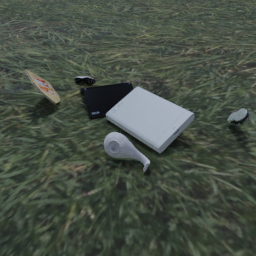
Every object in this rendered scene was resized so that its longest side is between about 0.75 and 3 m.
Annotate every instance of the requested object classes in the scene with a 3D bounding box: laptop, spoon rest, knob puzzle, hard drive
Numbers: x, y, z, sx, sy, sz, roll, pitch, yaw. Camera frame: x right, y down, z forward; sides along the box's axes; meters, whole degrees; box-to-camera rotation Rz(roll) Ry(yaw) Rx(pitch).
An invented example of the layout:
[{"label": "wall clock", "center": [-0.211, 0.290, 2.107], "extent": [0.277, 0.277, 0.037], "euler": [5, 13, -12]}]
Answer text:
[{"label": "laptop", "center": [-0.677, -0.985, 9.521], "extent": [1.666, 0.971, 1.880], "euler": [-9, 9, -14]}, {"label": "spoon rest", "center": [-0.028, 0.587, 6.807], "extent": [1.288, 0.640, 0.390], "euler": [32, 18, 15]}, {"label": "knob puzzle", "center": [-2.719, -1.215, 9.138], "extent": [0.199, 1.438, 1.438], "euler": [-42, 37, 9]}, {"label": "hard drive", "center": [0.568, -0.324, 7.968], "extent": [1.432, 0.285, 2.171], "euler": [-43, 50, -18]}]

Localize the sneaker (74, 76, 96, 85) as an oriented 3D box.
[{"label": "sneaker", "center": [-1.595, -1.838, 10.590], "extent": [0.834, 0.308, 0.331], "euler": [10, 31, 18]}]

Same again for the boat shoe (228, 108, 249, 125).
[{"label": "boat shoe", "center": [3.124, -0.286, 7.747], "extent": [0.319, 0.400, 1.057], "euler": [30, 1, 0]}]
